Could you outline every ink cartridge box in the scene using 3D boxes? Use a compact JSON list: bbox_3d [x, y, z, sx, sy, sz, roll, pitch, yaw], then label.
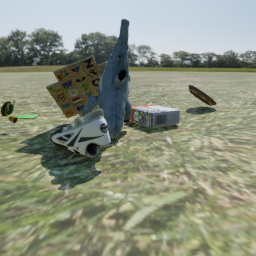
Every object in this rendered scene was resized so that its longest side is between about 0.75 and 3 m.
[{"bbox_3d":[0.596,-0.432,8.605,1.009,0.466,1.853,-8,16,-32],"label":"ink cartridge box"}]

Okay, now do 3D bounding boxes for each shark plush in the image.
[{"bbox_3d":[-0.136,-1.172,6.999,1.289,2.837,1.182,21,2,-13],"label":"shark plush"}]

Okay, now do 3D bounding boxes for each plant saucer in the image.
[{"bbox_3d":[2.888,-1.246,11.025,1.317,0.211,1.317,35,7,-5],"label":"plant saucer"}]

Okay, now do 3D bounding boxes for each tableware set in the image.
[{"bbox_3d":[-3.173,-0.191,6.875,0.206,0.904,1.342,20,16,10],"label":"tableware set"}]

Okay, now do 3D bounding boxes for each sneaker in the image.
[{"bbox_3d":[-0.968,0.270,5.538,0.655,0.783,1.769,-23,0,-39],"label":"sneaker"}]

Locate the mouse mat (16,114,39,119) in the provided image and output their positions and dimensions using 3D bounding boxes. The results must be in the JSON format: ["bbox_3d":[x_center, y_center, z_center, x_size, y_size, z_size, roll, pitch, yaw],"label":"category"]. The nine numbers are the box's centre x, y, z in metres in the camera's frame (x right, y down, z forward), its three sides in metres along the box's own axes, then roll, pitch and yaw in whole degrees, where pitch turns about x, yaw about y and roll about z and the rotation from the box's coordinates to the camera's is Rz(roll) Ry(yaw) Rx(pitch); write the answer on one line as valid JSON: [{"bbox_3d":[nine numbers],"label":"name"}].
[{"bbox_3d":[-3.424,-0.385,9.363,0.796,0.030,0.641,-1,13,-3],"label":"mouse mat"}]

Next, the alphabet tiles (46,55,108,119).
[{"bbox_3d":[-1.166,-1.040,7.929,1.819,2.186,0.069,-24,55,-2],"label":"alphabet tiles"}]
